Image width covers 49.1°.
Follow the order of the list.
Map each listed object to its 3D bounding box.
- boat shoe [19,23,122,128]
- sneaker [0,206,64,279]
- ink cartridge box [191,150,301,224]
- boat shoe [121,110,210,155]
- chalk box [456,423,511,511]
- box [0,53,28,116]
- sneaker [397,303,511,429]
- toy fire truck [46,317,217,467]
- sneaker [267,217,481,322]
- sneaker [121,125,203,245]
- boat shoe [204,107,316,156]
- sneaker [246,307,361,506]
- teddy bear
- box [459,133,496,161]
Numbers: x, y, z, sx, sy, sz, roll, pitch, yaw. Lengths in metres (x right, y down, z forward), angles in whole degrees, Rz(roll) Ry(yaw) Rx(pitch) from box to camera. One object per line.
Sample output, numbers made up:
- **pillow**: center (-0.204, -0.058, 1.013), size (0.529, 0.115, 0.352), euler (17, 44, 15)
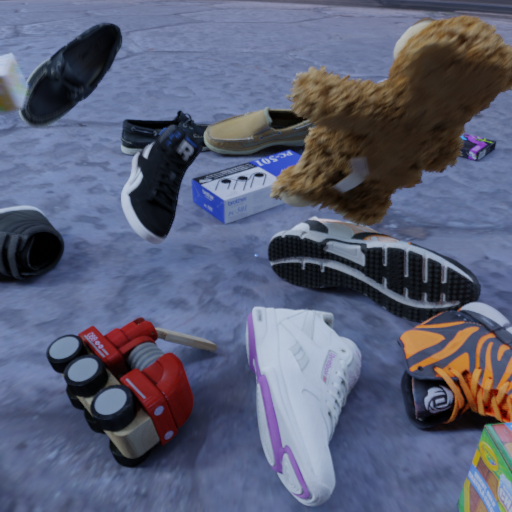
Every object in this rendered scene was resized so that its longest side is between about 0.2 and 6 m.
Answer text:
- **boat shoe**: center (-3.322, -3.353, 10.237), size (2.491, 0.931, 0.826), euler (-47, 25, -17)
- **sneaker**: center (-4.813, -0.055, 9.721), size (1.541, 1.098, 3.106), euler (23, 34, 40)
- **ink cartridge box**: center (0.084, -1.627, 12.704), size (2.816, 0.623, 1.324), euler (-22, 39, -31)
- **boat shoe**: center (-2.171, -3.446, 15.245), size (3.035, 1.006, 1.134), euler (-5, 32, -8)
- **chalk box**: center (2.804, 2.298, 5.382), size (1.076, 1.738, 1.081), euler (-3, 32, -5)
- **box**: center (-4.131, -2.749, 9.032), size (0.560, 0.621, 1.104), euler (-17, 39, -3)
- **sneaker**: center (2.926, 1.833, 6.839), size (1.847, 1.279, 3.297), euler (-16, 25, -17)
- **toy fire truck**: center (-1.327, 1.495, 7.379), size (2.084, 1.341, 1.834), euler (-34, 44, -27)
- **sneaker**: center (2.019, 0.010, 9.492), size (3.538, 1.304, 1.415), euler (18, 34, 26)
- **sneaker**: center (-1.470, -1.361, 9.165), size (0.859, 1.315, 2.352), euler (32, 30, -34)
- **boat shoe**: center (0.169, -3.474, 14.775), size (3.131, 1.192, 1.122), euler (-11, 70, -8)
- **sneaker**: center (0.722, 1.597, 7.053), size (1.547, 1.163, 3.106), euler (-3, 32, -5)
- **teddy bear**: center (1.777, -1.815, 8.015), size (2.931, 4.043, 1.350), euler (7, 58, -4)
- **box**: center (5.547, -3.070, 15.330), size (1.617, 0.292, 1.156), euler (24, 39, 34)
